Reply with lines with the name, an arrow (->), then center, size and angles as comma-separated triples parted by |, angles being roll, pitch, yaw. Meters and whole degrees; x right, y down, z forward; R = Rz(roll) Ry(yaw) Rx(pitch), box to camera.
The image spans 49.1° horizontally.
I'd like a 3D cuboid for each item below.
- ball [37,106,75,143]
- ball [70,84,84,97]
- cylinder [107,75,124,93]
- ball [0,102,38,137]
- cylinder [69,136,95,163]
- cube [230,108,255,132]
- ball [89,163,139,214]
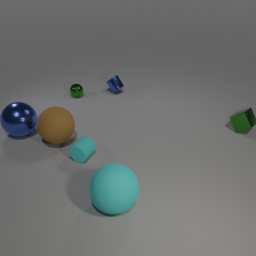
ball -> -2.712, -0.117, 10.554 | 1.400, 1.400, 1.400 | 0, 32, 0
ball -> -2.634, -1.925, 14.356 | 0.700, 0.700, 0.700 | 0, 32, 0
cylinder -> -0.661, -2.313, 14.734 | 0.700, 0.700, 0.700 | -33, 6, 4
ball -> -4.333, -0.342, 11.152 | 1.400, 1.400, 1.400 | 0, 32, 0
cylinder -> -1.628, 0.756, 9.990 | 0.700, 0.700, 0.700 | 13, 33, 21
cube -> 4.748, -0.333, 11.490 | 0.700, 0.700, 0.700 | -27, 3, -42
ball -> -0.390, 1.695, 7.875 | 1.400, 1.400, 1.400 | 0, 32, 0
